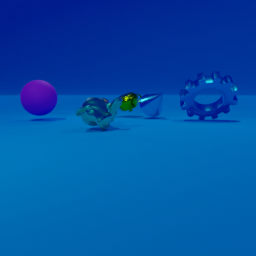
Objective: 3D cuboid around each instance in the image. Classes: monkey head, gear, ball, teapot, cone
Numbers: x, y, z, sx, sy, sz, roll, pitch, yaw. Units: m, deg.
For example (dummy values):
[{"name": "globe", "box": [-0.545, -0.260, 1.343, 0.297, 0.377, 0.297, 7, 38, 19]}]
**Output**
[{"name": "monkey head", "box": [-0.805, -0.588, 8.183, 1.006, 1.201, 1.669, 36, 22, 4]}, {"name": "gear", "box": [2.994, -1.150, 10.457, 2.086, 2.086, 0.386, 0, 49, 3]}, {"name": "ball", "box": [-3.490, -1.176, 11.003, 1.395, 1.395, 1.395, 0, 7, 0]}, {"name": "teapot", "box": [-0.048, -1.079, 12.426, 1.635, 0.801, 1.017, -28, 18, -21]}, {"name": "cone", "box": [1.159, -1.134, 11.263, 1.064, 1.064, 1.068, -4, -20, -26]}]

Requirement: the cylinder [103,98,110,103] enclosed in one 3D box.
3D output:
[{"name": "cylinder", "box": [-1.206, -0.962, 12.848, 0.795, 0.795, 0.795, 0, 12, -3]}]
